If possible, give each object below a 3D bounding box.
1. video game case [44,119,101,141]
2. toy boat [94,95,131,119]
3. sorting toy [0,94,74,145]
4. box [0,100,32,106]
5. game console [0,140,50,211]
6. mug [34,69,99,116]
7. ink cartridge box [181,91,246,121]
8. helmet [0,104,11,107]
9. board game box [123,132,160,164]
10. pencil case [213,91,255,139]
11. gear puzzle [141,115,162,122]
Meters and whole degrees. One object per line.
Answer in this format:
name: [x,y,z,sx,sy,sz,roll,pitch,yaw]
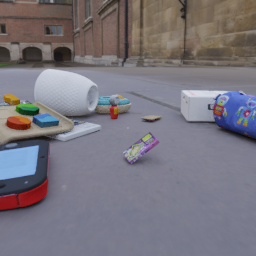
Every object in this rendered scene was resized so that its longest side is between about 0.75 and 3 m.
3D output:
video game case: [-1.802,0.040,8.471,1.347,0.173,1.482,12,20,36]
toy boat: [-0.581,-0.939,10.782,1.537,0.850,1.828,-2,15,-8]
sorting toy: [-3.244,-0.463,7.982,2.918,0.391,2.174,27,27,33]
box: [-4.518,-0.607,10.136,2.032,0.506,1.602,-8,16,-28]
game console: [-2.642,0.800,5.191,2.306,0.405,2.607,-3,15,-14]
mug: [-2.059,-1.371,10.690,1.960,1.651,2.236,12,28,20]
ink cartridge box: [3.113,-0.820,10.175,2.189,0.923,1.598,1,15,2]
helmet: [-4.006,-0.402,8.967,0.788,0.751,0.788,0,15,0]
board game box: [0.282,0.436,6.194,0.783,0.127,0.470,-36,24,-2]
pencil case: [3.647,-0.303,7.679,1.130,1.258,2.896,18,6,-29]
gear puzzle: [0.899,-0.351,10.046,0.523,0.132,1.010,8,14,34]
